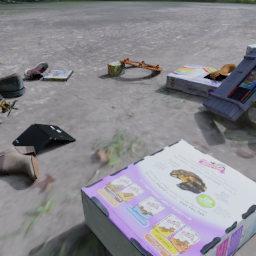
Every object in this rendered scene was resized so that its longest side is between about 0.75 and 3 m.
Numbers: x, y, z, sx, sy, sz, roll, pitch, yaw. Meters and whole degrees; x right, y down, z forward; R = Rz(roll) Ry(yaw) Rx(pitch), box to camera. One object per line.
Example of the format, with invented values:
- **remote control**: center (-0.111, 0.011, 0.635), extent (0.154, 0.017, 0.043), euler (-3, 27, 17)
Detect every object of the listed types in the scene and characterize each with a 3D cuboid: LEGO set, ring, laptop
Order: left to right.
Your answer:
- **LEGO set**: center (-4.470, -0.548, 8.931), extent (1.830, 1.061, 1.407), euler (12, 61, 27)
- **laptop**: center (-2.352, 0.365, 7.912), extent (1.279, 0.661, 1.134), euler (7, 17, -48)
- **ring**: center (0.656, -3.036, 13.230), extent (2.099, 0.201, 2.099), euler (12, 19, -4)

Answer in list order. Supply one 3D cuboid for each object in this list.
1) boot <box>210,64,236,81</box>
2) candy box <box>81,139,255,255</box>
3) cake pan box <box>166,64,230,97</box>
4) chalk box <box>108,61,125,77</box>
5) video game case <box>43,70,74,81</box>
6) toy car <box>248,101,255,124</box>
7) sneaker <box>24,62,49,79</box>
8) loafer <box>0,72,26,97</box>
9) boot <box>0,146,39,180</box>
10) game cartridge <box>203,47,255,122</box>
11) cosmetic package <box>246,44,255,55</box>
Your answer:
- **boot**: center (3.751, -2.156, 10.874), extent (1.076, 0.413, 0.835), euler (-14, 21, 8)
- **candy box**: center (0.862, 1.452, 5.092), extent (2.633, 0.942, 2.208), euler (-21, 36, -32)
- **cake pan box**: center (3.024, -1.972, 11.529), extent (2.277, 0.596, 2.097), euler (21, 38, 31)
- **chalk box**: center (-0.462, -2.769, 12.985), extent (0.834, 0.519, 0.516), euler (-25, 38, -34)
- **video game case**: center (-3.144, -2.409, 12.721), extent (1.078, 0.152, 1.193), euler (2, 30, 4)
- **toy car**: center (4.782, -0.630, 8.492), extent (1.415, 1.652, 1.887), euler (21, 8, -46)
- **sneaker**: center (-3.946, -2.503, 12.650), extent (0.758, 0.497, 1.313), euler (25, 48, 28)
- **loafer**: center (-5.392, -1.693, 10.708), extent (2.800, 0.881, 1.006), euler (-2, 30, -4)
- **boot**: center (-2.683, 0.896, 6.673), extent (0.969, 0.465, 1.325), euler (-16, 33, -13)
- **game cartridge**: center (3.676, -1.458, 8.794), extent (2.604, 0.500, 1.688), euler (-48, 18, 3)
- **cosmetic package**: center (5.140, -1.850, 9.951), extent (1.163, 1.886, 1.892), euler (-13, 33, -21)
